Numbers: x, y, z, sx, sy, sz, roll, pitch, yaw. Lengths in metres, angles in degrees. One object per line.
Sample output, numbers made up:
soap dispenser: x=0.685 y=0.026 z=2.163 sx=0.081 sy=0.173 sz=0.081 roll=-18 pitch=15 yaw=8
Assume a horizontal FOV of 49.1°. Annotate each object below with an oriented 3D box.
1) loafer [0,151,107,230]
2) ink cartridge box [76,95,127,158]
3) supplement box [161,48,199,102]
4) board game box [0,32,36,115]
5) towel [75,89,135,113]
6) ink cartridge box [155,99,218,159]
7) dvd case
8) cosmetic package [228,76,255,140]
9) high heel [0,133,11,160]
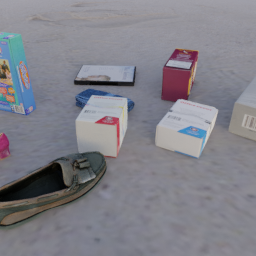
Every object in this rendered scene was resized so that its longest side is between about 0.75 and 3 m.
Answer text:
loafer: x=-1.602 y=1.194 z=6.148 sx=2.836 sy=0.892 sz=1.019 roll=-27 pitch=57 yaw=-32
ink cartridge box: x=-0.690 y=-0.097 z=8.020 sx=1.127 sy=1.122 sz=1.551 roll=6 pitch=34 yaw=9
supplement box: x=2.048 y=-2.107 z=10.922 sx=1.010 sy=1.302 sz=2.359 roll=11 pitch=35 yaw=16
board game box: x=-4.261 y=-1.823 z=9.297 sx=1.996 sy=2.624 sz=0.590 roll=12 pitch=36 yaw=16
towel: x=-0.827 y=-0.932 z=9.893 sx=1.962 sy=0.476 sz=1.095 roll=17 pitch=36 yaw=24
ink cartridge box: x=1.756 y=-0.046 z=8.254 sx=1.306 sy=0.766 sz=1.783 roll=17 pitch=35 yaw=22
dvd case: x=-0.935 y=-2.315 z=12.238 sx=2.524 sy=0.221 sz=1.801 roll=2 pitch=33 yaw=3
cosmetic package: x=4.355 y=-0.693 z=8.972 sx=1.392 sy=1.175 sz=2.606 roll=21 pitch=36 yaw=30
high heel: x=-3.802 y=0.687 z=7.177 sx=1.545 sy=0.741 sz=0.520 roll=-23 pitch=40 yaw=-31
